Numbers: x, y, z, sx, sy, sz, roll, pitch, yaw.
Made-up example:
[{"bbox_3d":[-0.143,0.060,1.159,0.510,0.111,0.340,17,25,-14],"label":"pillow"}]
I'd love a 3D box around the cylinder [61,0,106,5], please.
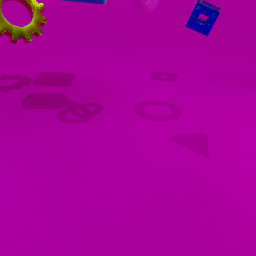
[{"bbox_3d":[-1.030,-3.472,6.439,1.088,1.088,1.088,4,32,-3],"label":"cylinder"}]

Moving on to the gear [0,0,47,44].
[{"bbox_3d":[-3.411,-3.493,8.555,1.770,1.770,0.327,-24,10,-33],"label":"gear"}]

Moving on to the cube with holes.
[{"bbox_3d":[2.486,-3.670,9.267,0.815,0.815,0.815,26,36,2],"label":"cube with holes"}]

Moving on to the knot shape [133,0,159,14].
[{"bbox_3d":[0.181,-3.290,5.833,0.710,1.536,1.437,-26,75,11],"label":"knot shape"}]
